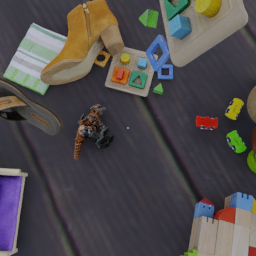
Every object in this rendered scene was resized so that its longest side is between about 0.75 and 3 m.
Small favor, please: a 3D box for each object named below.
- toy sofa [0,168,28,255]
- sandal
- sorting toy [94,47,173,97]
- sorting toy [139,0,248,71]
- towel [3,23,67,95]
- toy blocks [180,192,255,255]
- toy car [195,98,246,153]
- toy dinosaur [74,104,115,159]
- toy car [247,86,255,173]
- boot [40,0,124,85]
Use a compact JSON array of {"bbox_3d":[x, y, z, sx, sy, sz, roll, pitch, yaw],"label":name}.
[{"bbox_3d":[-3.149,2.045,6.826,0.869,1.024,2.099,3,77,1],"label":"toy sofa"},{"bbox_3d":[-2.471,-0.400,6.069,2.175,0.889,0.594,34,54,-8],"label":"sandal"},{"bbox_3d":[0.092,-1.679,8.004,2.435,0.332,1.371,15,78,4],"label":"sorting toy"},{"bbox_3d":[1.072,-2.119,4.707,0.405,2.976,1.676,-2,74,-36],"label":"sorting toy"},{"bbox_3d":[-2.608,-2.027,8.110,1.384,0.285,1.855,24,79,6],"label":"towel"},{"bbox_3d":[2.728,2.530,6.668,2.981,1.490,2.038,15,66,2],"label":"toy blocks"},{"bbox_3d":[2.705,0.054,7.625,1.469,0.328,1.382,-26,79,-5],"label":"toy car"},{"bbox_3d":[-0.966,0.126,7.533,1.042,0.784,1.535,24,97,20],"label":"toy dinosaur"},{"bbox_3d":[3.907,-0.517,6.927,2.180,2.269,2.763,-8,65,-2],"label":"toy car"},{"bbox_3d":[-1.500,-2.494,8.019,2.610,0.918,1.868,-26,66,3],"label":"boot"}]
